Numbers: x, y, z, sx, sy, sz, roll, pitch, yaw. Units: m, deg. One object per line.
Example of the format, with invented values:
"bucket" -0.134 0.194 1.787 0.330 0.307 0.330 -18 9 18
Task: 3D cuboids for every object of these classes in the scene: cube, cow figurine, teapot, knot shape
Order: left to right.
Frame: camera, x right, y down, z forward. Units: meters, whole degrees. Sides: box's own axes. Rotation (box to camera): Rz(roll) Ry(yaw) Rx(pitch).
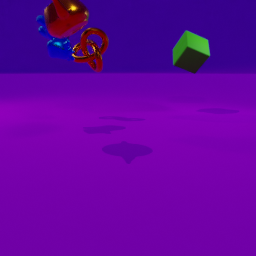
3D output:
"cow figurine" -1.739 -2.500 7.419 1.393 1.415 0.777 34 -25 7
"teapot" -1.257 -2.249 5.513 0.922 0.726 1.483 -30 11 2
"knot shape" -1.287 -2.480 8.998 1.282 1.370 0.633 5 12 26
"cube" 2.365 -2.846 10.579 0.980 0.980 0.980 18 52 -15
